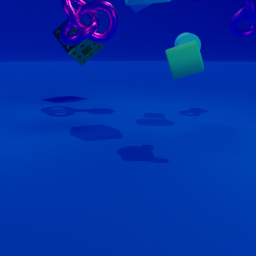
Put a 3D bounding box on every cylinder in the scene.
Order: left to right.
[{"bbox_3d":[1.625,-1.949,8.092,0.894,0.894,0.894,-16,12,13],"label":"cylinder"},{"bbox_3d":[1.866,-2.607,8.828,0.722,0.722,0.722,1,21,3],"label":"cylinder"}]

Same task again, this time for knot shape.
[{"bbox_3d":[-1.473,-3.641,9.184,2.016,1.887,0.932,-28,-11,-18],"label":"knot shape"},{"bbox_3d":[3.985,-3.821,8.892,0.777,1.573,1.681,34,-15,24],"label":"knot shape"}]

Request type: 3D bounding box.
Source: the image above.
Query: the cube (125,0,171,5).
[{"bbox_3d":[0.481,-3.297,5.706,1.077,1.077,1.077,-11,1,-14],"label":"cube"}]

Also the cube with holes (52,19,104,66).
[{"bbox_3d":[-2.152,-3.877,12.306,1.352,1.352,1.352,-39,-17,8],"label":"cube with holes"}]

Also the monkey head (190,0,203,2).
[{"bbox_3d":[1.620,-2.488,4.180,1.096,1.524,0.918,43,2,-2],"label":"monkey head"}]

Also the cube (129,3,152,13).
[{"bbox_3d":[0.392,-4.210,8.593,0.780,0.780,0.780,-1,52,52],"label":"cube"}]
